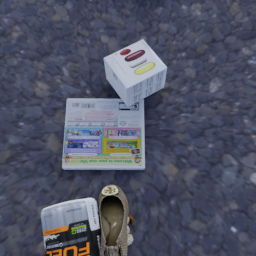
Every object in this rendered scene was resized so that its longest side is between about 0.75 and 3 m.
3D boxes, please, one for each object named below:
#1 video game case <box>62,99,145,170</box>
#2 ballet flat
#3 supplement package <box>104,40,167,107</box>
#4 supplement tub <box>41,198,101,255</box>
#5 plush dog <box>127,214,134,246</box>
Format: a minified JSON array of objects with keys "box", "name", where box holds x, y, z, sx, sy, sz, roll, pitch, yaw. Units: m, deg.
[{"box":[-0.656,0.147,7.833,2.228,0.246,2.028,0,73,-1],"name":"video game case"},{"box":[-0.369,2.140,6.524,0.764,0.526,2.268,-11,37,5],"name":"ballet flat"},{"box":[0.198,-1.536,7.845,1.285,0.945,1.229,-30,67,-13],"name":"supplement package"},{"box":[-1.195,2.834,6.447,1.349,1.349,2.201,-13,73,-4],"name":"supplement tub"},{"box":[-0.240,2.436,7.001,0.859,0.689,0.737,10,48,2],"name":"plush dog"}]
